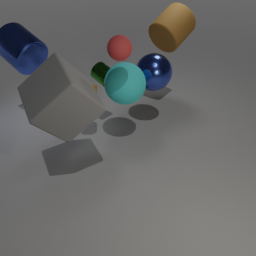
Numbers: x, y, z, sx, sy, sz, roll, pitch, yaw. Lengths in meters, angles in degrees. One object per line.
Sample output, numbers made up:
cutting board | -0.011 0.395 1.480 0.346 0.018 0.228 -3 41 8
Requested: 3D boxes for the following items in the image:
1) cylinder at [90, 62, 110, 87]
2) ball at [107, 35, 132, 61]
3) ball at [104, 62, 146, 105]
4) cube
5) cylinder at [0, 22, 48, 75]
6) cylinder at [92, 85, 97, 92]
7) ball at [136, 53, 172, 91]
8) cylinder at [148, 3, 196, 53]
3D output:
cylinder | -0.911 -1.989 10.410 0.700 0.700 0.700 40 46 19
ball | -0.232 -2.218 7.766 0.700 0.700 0.700 0 32 0
ball | -0.100 -1.484 9.389 1.400 1.400 1.400 0 32 0
cube | -1.687 -0.745 7.168 1.400 1.400 1.400 -40 54 10
cylinder | -3.945 -2.921 10.364 1.400 1.400 1.400 40 45 16
cylinder | -1.425 -1.141 9.750 0.700 0.700 0.700 1 5 0
ball | 0.966 -2.103 10.557 1.400 1.400 1.400 0 32 0
cylinder | 1.780 -4.039 11.328 1.400 1.400 1.400 27 68 37
